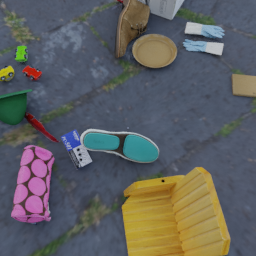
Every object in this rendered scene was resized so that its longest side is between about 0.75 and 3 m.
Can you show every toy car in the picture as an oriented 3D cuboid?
[{"bbox_3d":[-3.767,-2.233,9.864,1.612,0.360,1.517,-2,61,-2],"label":"toy car"}]

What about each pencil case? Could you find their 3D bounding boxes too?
[{"bbox_3d":[-2.491,1.494,7.562,0.954,0.924,2.036,6,60,-14],"label":"pencil case"}]

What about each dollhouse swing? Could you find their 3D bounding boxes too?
[{"bbox_3d":[0.929,2.178,6.597,2.020,1.954,2.223,-7,63,-4],"label":"dollhouse swing"}]

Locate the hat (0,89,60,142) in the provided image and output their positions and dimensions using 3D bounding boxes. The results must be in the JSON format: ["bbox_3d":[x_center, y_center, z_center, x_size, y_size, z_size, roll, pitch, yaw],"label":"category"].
[{"bbox_3d":[-3.526,-0.182,8.701,1.659,2.003,1.764,-23,106,-36],"label":"hat"}]

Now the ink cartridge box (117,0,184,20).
[{"bbox_3d":[1.059,-5.706,11.309,2.556,1.070,1.844,25,65,13],"label":"ink cartridge box"}]

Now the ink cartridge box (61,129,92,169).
[{"bbox_3d":[-1.506,0.623,8.176,0.496,0.233,1.056,-27,89,-13],"label":"ink cartridge box"}]

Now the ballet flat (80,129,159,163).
[{"bbox_3d":[-0.237,0.436,8.093,2.336,0.811,0.811,13,60,-18],"label":"ballet flat"}]

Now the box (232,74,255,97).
[{"bbox_3d":[4.102,-1.445,9.575,1.051,0.112,0.859,6,61,4],"label":"box"}]

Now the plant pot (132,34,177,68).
[{"bbox_3d":[0.962,-2.775,10.232,1.618,0.222,1.618,0,62,-1],"label":"plant pot"}]

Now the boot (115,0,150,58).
[{"bbox_3d":[0.151,-3.726,10.343,1.119,1.092,2.966,15,60,-4],"label":"boot"}]

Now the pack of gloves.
[{"bbox_3d":[2.842,-3.311,10.563,1.487,0.293,1.249,12,73,11],"label":"pack of gloves"}]
